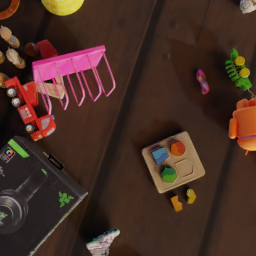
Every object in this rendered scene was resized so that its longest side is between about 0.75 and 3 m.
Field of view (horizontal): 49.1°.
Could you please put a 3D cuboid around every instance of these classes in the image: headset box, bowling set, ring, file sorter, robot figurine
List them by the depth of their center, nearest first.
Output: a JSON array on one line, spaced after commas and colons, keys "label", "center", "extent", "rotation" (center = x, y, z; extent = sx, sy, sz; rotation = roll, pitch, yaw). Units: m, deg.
[{"label": "headset box", "center": [-2.857, 1.929, 7.710], "extent": [2.462, 1.312, 2.828], "rotation": [43, 85, 5]}, {"label": "file sorter", "center": [-1.502, -1.285, 7.873], "extent": [1.948, 1.354, 1.222], "rotation": [-19, 87, -19]}, {"label": "robot figurine", "center": [3.588, -0.044, 8.175], "extent": [1.151, 0.933, 1.600], "rotation": [-1, 80, -40]}, {"label": "bowling set", "center": [-3.584, -2.438, 8.341], "extent": [1.521, 1.173, 2.185], "rotation": [-23, 84, -3]}, {"label": "ring", "center": [-4.212, -4.175, 9.097], "extent": [1.342, 0.129, 1.342], "rotation": [0, 83, 1]}]

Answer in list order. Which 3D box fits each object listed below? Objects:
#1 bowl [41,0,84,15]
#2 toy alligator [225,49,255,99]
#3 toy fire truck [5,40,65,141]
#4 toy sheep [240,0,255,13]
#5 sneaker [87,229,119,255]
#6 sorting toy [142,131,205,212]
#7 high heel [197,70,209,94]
[{"label": "bowl", "center": [-2.142, -4.409, 8.799], "extent": [1.450, 0.780, 1.450], "rotation": [0, 83, 1]}, {"label": "toy alligator", "center": [3.386, -1.519, 8.537], "extent": [0.503, 0.549, 1.852], "rotation": [-19, 83, -2]}, {"label": "toy fire truck", "center": [-2.584, -1.118, 8.401], "extent": [1.819, 0.629, 2.580], "rotation": [-27, 89, -12]}, {"label": "toy sheep", "center": [3.854, -3.983, 8.817], "extent": [0.650, 0.650, 0.943], "rotation": [37, 76, 4]}, {"label": "sneaker", "center": [-0.597, 3.393, 8.015], "extent": [1.032, 0.401, 0.722], "rotation": [-28, 85, 6]}, {"label": "sorting toy", "center": [1.479, 1.303, 8.311], "extent": [1.541, 0.277, 2.069], "rotation": [-23, 83, -3]}, {"label": "high heel", "center": [2.312, -1.454, 8.613], "extent": [0.270, 0.385, 0.802], "rotation": [-5, 83, -1]}]
